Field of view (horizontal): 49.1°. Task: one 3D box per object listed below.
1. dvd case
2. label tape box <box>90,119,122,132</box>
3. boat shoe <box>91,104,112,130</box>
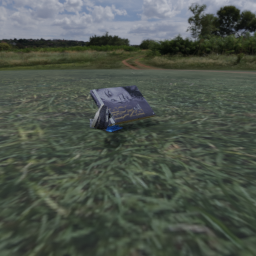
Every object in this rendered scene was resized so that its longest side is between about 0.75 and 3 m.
[{"bbox_3d":[-0.137,-0.732,8.479,1.751,0.140,1.302,-13,60,-36],"label":"dvd case"},{"bbox_3d":[-0.632,-0.125,8.253,0.815,0.258,0.587,10,17,35],"label":"label tape box"},{"bbox_3d":[-0.614,-0.251,7.020,0.398,0.461,1.269,23,19,-4],"label":"boat shoe"}]
